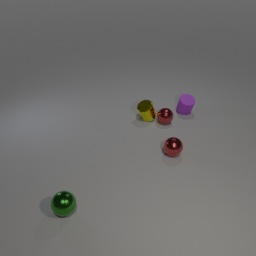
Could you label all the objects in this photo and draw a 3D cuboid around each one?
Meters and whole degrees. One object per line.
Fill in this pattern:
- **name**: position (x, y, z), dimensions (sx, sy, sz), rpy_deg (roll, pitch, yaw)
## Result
- **ball**: position (1.633, 0.676, 10.102), dimensions (0.700, 0.700, 0.700), rpy_deg (0, 32, 0)
- **ball**: position (-1.798, 2.107, 7.823), dimensions (0.700, 0.700, 0.700), rpy_deg (0, 32, 0)
- **cylinder**: position (0.820, -0.750, 12.160), dimensions (0.700, 0.700, 0.700), rpy_deg (-12, 52, 16)
- **cylinder**: position (2.619, -1.068, 12.702), dimensions (0.700, 0.700, 0.700), rpy_deg (3, 54, -4)
- **ball**: position (1.596, -0.516, 12.003), dimensions (0.700, 0.700, 0.700), rpy_deg (0, 32, 0)
